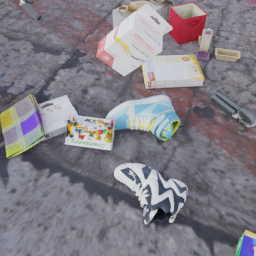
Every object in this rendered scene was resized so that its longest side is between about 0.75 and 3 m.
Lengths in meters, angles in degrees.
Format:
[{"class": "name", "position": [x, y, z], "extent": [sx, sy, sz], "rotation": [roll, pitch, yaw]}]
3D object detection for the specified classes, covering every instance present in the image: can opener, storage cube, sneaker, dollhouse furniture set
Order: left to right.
[{"class": "can opener", "position": [-2.911, -3.638, 8.413], "extent": [0.440, 0.348, 1.323], "rotation": [-43, 62, 9]}, {"class": "sneaker", "position": [0.505, 2.085, 8.518], "extent": [2.399, 0.957, 1.561], "rotation": [24, 44, 6]}, {"class": "sneaker", "position": [0.661, -0.179, 10.401], "extent": [2.779, 1.105, 1.814], "rotation": [-19, 53, -12]}, {"class": "storage cube", "position": [3.046, -5.470, 14.667], "extent": [1.403, 1.475, 1.641], "rotation": [-17, 52, -14]}, {"class": "dollhouse furniture set", "position": [4.514, -4.266, 13.630], "extent": [2.074, 1.472, 1.643], "rotation": [11, 50, 9]}, {"class": "can opener", "position": [4.264, -0.799, 11.230], "extent": [0.569, 0.718, 2.160], "rotation": [-27, 50, -21]}]

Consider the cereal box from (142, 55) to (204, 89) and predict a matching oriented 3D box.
[{"class": "cereal box", "position": [1.985, -2.622, 12.852], "extent": [2.585, 0.511, 1.860], "rotation": [-3, 49, -2]}]

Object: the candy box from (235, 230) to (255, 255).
[{"class": "candy box", "position": [3.525, 4.034, 6.926], "extent": [1.890, 0.861, 2.235], "rotation": [20, 51, 18]}]

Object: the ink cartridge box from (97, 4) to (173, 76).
[{"class": "ink cartridge box", "position": [0.194, -2.679, 8.797], "extent": [1.274, 2.188, 0.738], "rotation": [29, 51, -33]}]

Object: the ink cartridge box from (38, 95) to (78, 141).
[{"class": "ink cartridge box", "position": [-2.980, -0.401, 11.036], "extent": [1.855, 0.404, 1.610], "rotation": [-22, 52, -17]}]

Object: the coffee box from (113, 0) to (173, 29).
[{"class": "coffee box", "position": [0.810, -6.195, 15.467], "extent": [2.976, 1.186, 1.702], "rotation": [-36, 58, -27]}]

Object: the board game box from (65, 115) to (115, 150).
[{"class": "board game box", "position": [-1.381, 0.152, 10.204], "extent": [1.731, 0.300, 1.093], "rotation": [7, 94, 6]}]

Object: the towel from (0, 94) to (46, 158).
[{"class": "towel", "position": [-4.023, -0.116, 10.521], "extent": [1.670, 0.265, 2.325], "rotation": [-30, 54, 3]}]
